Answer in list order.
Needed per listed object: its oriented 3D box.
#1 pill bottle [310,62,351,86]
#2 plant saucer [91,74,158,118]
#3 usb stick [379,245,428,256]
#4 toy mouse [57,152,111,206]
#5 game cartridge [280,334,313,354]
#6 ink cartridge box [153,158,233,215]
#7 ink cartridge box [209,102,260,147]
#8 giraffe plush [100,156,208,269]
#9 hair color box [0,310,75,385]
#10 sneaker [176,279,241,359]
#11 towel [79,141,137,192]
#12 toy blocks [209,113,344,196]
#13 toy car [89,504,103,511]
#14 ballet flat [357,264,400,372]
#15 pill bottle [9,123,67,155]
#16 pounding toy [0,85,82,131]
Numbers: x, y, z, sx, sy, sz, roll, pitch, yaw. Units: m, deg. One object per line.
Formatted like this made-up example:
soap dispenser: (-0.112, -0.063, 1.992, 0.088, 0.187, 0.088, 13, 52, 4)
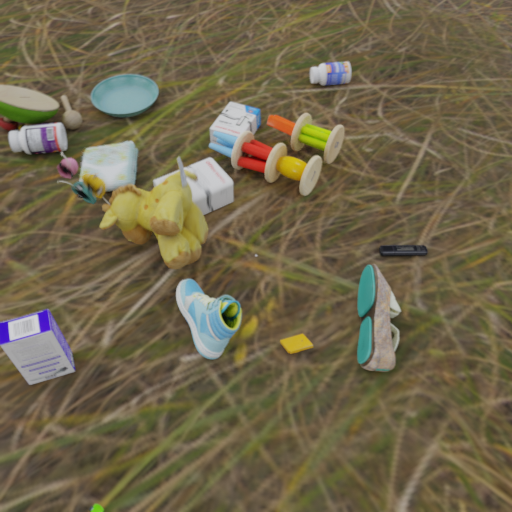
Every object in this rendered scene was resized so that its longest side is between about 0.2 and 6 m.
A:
pill bottle: (1.914, -4.713, 14.506, 0.978, 0.548, 0.548, -7, 51, -6)
plant saucer: (-3.275, -3.960, 14.055, 1.663, 0.299, 1.663, 0, 51, -1)
usb stick: (2.889, -0.105, 11.025, 0.932, 0.152, 0.258, -1, 45, 0)
toy mouse: (-3.496, -1.504, 11.065, 1.304, 1.467, 0.284, 8, 53, 42)
game cartridge: (0.692, 1.516, 9.636, 0.450, 0.073, 0.397, -14, 27, -18)
ink cartridge box: (-1.295, -1.356, 11.748, 1.393, 0.588, 1.018, -25, 55, -20)
ink cartridge box: (-0.487, -3.044, 13.196, 0.823, 0.475, 1.127, 18, 53, 14)
giraffe plush: (-2.009, -0.765, 10.587, 1.642, 2.024, 1.747, -5, 10, 16)
hair color box: (-3.467, 1.477, 8.929, 0.766, 1.402, 0.454, -15, 53, -12)
sneaker: (-0.757, 0.837, 9.626, 0.641, 1.052, 1.612, 4, 46, -44)
towel: (-3.242, -1.932, 12.327, 1.175, 0.331, 1.373, -9, 52, 5)
toy blocks: (0.423, -2.546, 12.515, 2.498, 0.907, 2.082, 24, 55, 18)
toy car: (-2.392, 3.841, 7.809, 0.780, 0.174, 0.734, 24, 55, 18)
ballet flat: (2.161, 1.106, 9.813, 0.697, 0.705, 2.073, 19, 56, -12)
pill bottle: (-4.969, -2.656, 12.771, 1.151, 0.641, 0.641, -7, 51, -6)
pounding toy: (-5.346, -3.291, 13.298, 2.019, 0.937, 1.558, 0, 32, -38)
